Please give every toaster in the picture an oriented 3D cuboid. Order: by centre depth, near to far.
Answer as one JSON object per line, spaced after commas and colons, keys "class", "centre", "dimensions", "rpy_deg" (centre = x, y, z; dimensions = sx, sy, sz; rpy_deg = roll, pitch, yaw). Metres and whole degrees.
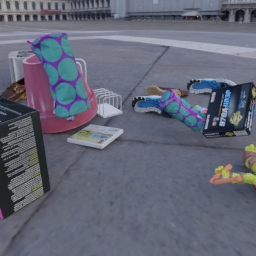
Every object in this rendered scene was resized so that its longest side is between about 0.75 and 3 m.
{"class": "toaster", "centre": [-5.426, -3.378, 15.848], "dimensions": [2.822, 1.675, 2.552], "rpy_deg": [-7, 24, -15]}

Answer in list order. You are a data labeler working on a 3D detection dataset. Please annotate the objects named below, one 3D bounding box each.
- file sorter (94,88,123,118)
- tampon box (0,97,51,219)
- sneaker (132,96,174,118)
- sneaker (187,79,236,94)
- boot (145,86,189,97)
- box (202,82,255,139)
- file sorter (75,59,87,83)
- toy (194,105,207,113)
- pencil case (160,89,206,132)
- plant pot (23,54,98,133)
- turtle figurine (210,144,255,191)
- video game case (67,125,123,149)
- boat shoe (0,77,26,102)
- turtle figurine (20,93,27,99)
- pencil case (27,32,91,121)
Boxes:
{"class": "file sorter", "centre": [-0.981, -1.086, 11.774], "dimensions": [0.933, 0.837, 1.344], "rpy_deg": [-15, 28, -31]}
{"class": "tampon box", "centre": [-2.893, 0.602, 6.401], "dimensions": [1.598, 2.132, 1.346], "rpy_deg": [17, 29, 33]}
{"class": "sneaker", "centre": [1.375, -1.021, 11.687], "dimensions": [2.299, 0.862, 0.996], "rpy_deg": [14, 22, 27]}
{"class": "sneaker", "centre": [4.319, -2.124, 14.064], "dimensions": [2.494, 0.935, 1.081], "rpy_deg": [15, 23, 29]}
{"class": "boot", "centre": [1.901, -1.698, 13.696], "dimensions": [1.750, 0.633, 1.456], "rpy_deg": [15, 14, 36]}
{"class": "box", "centre": [3.141, -0.532, 8.669], "dimensions": [1.380, 0.399, 1.736], "rpy_deg": [-7, 53, 44]}
{"class": "file sorter", "centre": [-3.156, -2.200, 13.238], "dimensions": [1.871, 1.679, 2.697], "rpy_deg": [3, 25, 8]}
{"class": "toy", "centre": [3.182, -0.583, 11.217], "dimensions": [0.902, 0.370, 1.567], "rpy_deg": [-10, 26, -19]}
{"class": "pencil case", "centre": [1.834, -0.574, 9.267], "dimensions": [1.672, 0.712, 0.773], "rpy_deg": [32, -21, -21]}
{"class": "plant pot", "centre": [-2.637, -1.494, 10.299], "dimensions": [2.669, 2.389, 2.669], "rpy_deg": [-8, 30, 5]}
{"class": "turtle figurine", "centre": [3.570, 1.121, 6.636], "dimensions": [2.989, 0.963, 2.411], "rpy_deg": [-7, 10, 23]}
{"class": "video game case", "centre": [-1.084, 0.261, 9.422], "dimensions": [1.419, 0.162, 1.291], "rpy_deg": [9, 26, 29]}
{"class": "boat shoe", "centre": [-5.168, -1.855, 13.029], "dimensions": [0.767, 0.767, 2.180], "rpy_deg": [28, 49, 15]}
{"class": "turtle figurine", "centre": [-4.997, -1.818, 13.751], "dimensions": [1.612, 0.519, 1.300], "rpy_deg": [0, 41, 10]}
{"class": "pencil case", "centre": [-2.057, -1.550, 8.616], "dimensions": [1.191, 2.578, 1.097], "rpy_deg": [-18, 17, -7]}
